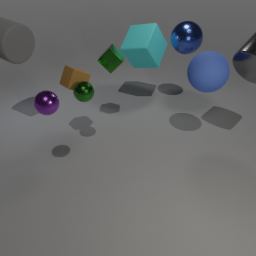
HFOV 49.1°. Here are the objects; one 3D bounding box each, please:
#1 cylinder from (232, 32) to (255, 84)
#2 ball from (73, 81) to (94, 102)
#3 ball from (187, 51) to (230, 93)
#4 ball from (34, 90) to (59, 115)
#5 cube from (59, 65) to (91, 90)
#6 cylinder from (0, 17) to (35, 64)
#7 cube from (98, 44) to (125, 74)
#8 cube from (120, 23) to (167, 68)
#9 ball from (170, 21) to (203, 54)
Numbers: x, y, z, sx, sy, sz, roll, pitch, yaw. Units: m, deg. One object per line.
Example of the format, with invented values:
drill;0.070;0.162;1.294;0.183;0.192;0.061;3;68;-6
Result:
cylinder;4.514;-2.446;9.392;1.400;1.400;1.400;-45;47;-11
ball;-1.475;-1.210;9.349;0.700;0.700;0.700;0;32;0
ball;2.743;-1.918;9.596;1.400;1.400;1.400;0;32;0
ball;-2.288;-0.705;7.877;0.700;0.700;0.700;0;32;0
cube;-1.851;-1.709;9.780;0.700;0.700;0.700;10;15;-43
cylinder;-4.363;-3.172;10.089;1.400;1.400;1.400;24;39;23
cube;-0.626;-2.627;10.602;0.700;0.700;0.700;-40;20;22
cube;0.747;-3.719;12.797;1.400;1.400;1.400;9;68;34
ball;2.568;-3.949;12.273;1.400;1.400;1.400;0;32;0
